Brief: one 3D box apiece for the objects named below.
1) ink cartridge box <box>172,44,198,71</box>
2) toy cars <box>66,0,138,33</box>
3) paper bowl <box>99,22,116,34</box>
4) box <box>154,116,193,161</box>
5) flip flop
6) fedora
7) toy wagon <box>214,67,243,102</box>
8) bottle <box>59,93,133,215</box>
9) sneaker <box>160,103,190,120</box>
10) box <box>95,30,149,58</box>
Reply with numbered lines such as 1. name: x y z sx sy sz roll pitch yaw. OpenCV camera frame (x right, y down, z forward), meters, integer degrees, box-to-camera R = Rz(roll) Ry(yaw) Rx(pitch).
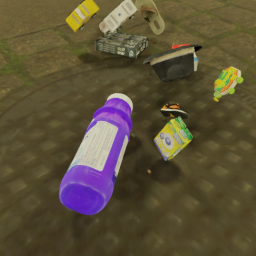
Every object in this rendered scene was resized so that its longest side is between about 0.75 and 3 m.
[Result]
1. ink cartridge box: 1.986 -2.503 9.956 0.720 0.417 1.239 -4 43 1
2. toy cars: -1.021 -4.223 10.459 2.745 1.231 0.608 1 18 2
3. paper bowl: -0.777 -4.183 11.626 0.767 0.767 0.399 -20 89 -20
4. box: 1.021 0.246 6.396 0.255 1.054 0.619 -15 64 -33
5. flip flop: 0.865 -4.621 11.449 0.536 0.756 1.864 -13 72 -49
6. fedora: 1.460 -1.946 8.721 1.943 0.887 1.943 -16 7 2
7. toy wagon: 2.631 -1.174 7.593 0.195 0.987 0.766 27 16 -26
8. bottle: -0.540 0.364 6.270 0.976 1.248 2.989 25 45 -7
9. sneaker: 1.317 -0.507 7.562 0.939 0.328 0.423 11 56 48
10. box: -0.213 -3.208 10.637 1.680 0.366 1.346 15 40 15
